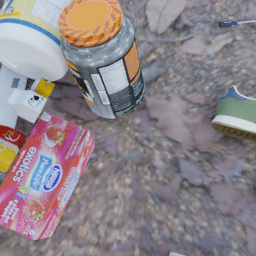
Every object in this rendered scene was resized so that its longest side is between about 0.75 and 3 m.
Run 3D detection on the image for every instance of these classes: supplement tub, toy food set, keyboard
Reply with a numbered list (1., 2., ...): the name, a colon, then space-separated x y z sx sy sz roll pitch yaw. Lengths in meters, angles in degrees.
1. supplement tub: -0.508 -1.454 6.166 1.535 2.506 1.535 -5 58 8
2. supplement tub: -2.092 -2.710 7.022 1.879 1.879 2.598 12 68 4
3. toy food set: -2.575 -0.239 5.885 1.134 1.204 2.521 29 48 -17
4. keyboard: -3.081 -1.199 7.434 0.756 0.143 2.687 8 73 -3

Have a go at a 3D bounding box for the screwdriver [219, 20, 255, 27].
1. screwdriver: 3.267 -3.031 8.074 1.291 0.180 0.188 -3 42 2

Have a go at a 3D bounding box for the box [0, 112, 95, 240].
1. box: -1.756 1.034 6.096 1.147 1.198 2.403 22 72 7

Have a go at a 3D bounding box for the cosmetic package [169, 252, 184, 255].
1. cosmetic package: 2.017 3.201 5.273 2.563 1.348 0.911 13 72 6

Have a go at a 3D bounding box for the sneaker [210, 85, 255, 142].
1. sneaker: 3.497 -0.222 6.666 2.781 0.933 1.249 17 76 9
